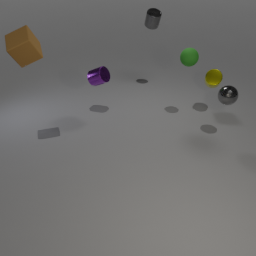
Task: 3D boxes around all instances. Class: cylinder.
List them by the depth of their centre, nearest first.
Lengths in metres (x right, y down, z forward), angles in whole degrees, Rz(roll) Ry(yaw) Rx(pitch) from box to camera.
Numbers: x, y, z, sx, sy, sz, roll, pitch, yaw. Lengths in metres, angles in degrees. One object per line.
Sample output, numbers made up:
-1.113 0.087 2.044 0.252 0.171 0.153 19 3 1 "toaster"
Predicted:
-1.213 -2.149 11.660 0.700 0.700 0.700 -9 20 36 "cylinder"
3.665 -2.116 12.028 0.700 0.700 0.700 7 0 13 "cylinder"
1.181 -5.173 13.275 0.700 0.700 0.700 4 59 -7 "cylinder"

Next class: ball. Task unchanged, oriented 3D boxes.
3.558 -1.164 9.970 0.700 0.700 0.700 0 29 0 "ball"
2.340 -2.699 10.682 0.700 0.700 0.700 0 29 0 "ball"

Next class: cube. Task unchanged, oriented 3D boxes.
-2.887 -2.259 7.782 0.700 0.700 0.700 -24 57 4 "cube"
